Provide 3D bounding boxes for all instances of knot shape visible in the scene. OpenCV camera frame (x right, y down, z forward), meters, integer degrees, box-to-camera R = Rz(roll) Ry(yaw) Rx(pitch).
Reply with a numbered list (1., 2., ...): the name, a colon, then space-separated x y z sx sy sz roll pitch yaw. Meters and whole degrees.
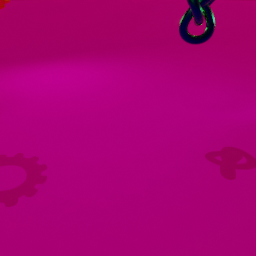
1. knot shape: 1.608 -2.535 6.348 0.623 1.262 1.349 24 33 34

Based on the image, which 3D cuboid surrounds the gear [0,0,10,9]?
1. gear: -3.333 -2.603 5.740 1.673 0.309 1.673 -15 14 4
